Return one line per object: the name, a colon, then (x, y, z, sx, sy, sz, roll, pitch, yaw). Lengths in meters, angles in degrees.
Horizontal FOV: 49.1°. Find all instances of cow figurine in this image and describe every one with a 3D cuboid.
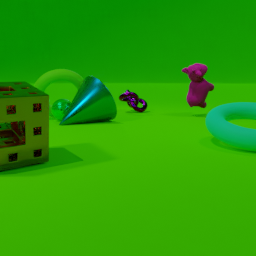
cow figurine: (2.429, -1.491, 10.002, 1.519, 1.544, 0.847, 9, 13, -45)

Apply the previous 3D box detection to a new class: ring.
ring: (2.704, -0.082, 5.964, 2.039, 0.408, 2.039, -2, 24, 1)
ring: (-2.292, -1.146, 9.587, 1.886, 1.886, 0.377, -4, 41, -20)

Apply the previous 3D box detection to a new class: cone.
cone: (-1.475, -0.525, 8.702, 1.621, 1.615, 1.615, -37, 29, -28)

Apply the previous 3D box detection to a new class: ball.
ball: (-2.151, -0.598, 9.239, 0.733, 0.733, 0.733, 0, 10, 0)

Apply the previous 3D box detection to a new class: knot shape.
knot shape: (0.137, -1.184, 11.633, 1.284, 0.593, 1.201, 36, 4, 35)

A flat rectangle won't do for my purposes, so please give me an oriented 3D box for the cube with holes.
cube with holes: (-2.039, -0.080, 4.541, 1.130, 1.130, 1.130, -9, 23, -36)
